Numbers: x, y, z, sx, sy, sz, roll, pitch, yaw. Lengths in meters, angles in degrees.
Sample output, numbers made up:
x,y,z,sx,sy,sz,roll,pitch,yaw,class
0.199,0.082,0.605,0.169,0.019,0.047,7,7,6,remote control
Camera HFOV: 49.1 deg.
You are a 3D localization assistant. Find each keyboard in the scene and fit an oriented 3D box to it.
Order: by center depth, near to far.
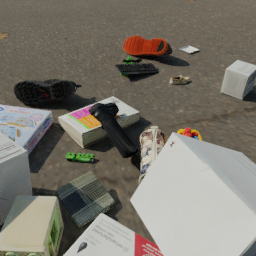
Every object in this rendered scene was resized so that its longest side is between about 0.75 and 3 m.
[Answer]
x,y,z,sx,sy,sz,roll,pitch,yaw,class
0.347,-3.005,13.478,2.025,0.209,1.287,-8,45,-29,keyboard

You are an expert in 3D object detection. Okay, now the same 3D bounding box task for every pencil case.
x,y,z,sx,sy,sz,roll,pitch,yaw,class
0.734,0.862,8.054,0.827,0.951,2.126,11,36,-4,pencil case

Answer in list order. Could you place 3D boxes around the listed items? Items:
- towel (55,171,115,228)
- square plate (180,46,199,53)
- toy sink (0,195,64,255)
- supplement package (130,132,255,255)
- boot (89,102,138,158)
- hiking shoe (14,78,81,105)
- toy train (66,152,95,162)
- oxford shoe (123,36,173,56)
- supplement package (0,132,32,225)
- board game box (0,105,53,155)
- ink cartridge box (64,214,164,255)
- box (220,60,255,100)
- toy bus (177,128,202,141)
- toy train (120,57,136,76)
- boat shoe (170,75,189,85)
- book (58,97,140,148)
x,y,z,sx,sy,sz,roll,pitch,yaw,class
-1.067,1.769,7.096,1.179,0.204,1.135,-25,63,-38,towel
3.456,-4.422,15.844,0.798,0.115,0.806,-24,43,-29,square plate
-1.987,2.460,5.746,0.998,1.161,1.781,2,36,1,toy sink
1.861,1.653,5.474,2.467,1.814,2.359,15,24,-36,supplement package
-0.272,0.063,8.911,1.877,0.616,1.547,50,23,14,boot
-3.282,-1.506,11.424,2.659,1.007,1.339,2,13,13,hiking shoe
-1.472,0.918,8.638,0.912,0.190,0.257,4,47,5,toy train
1.002,-4.287,15.198,2.987,1.063,1.083,21,6,36,oxford shoe
-3.562,1.421,6.385,1.268,1.781,2.287,27,36,30,supplement package
-4.182,0.144,9.363,2.494,0.513,2.488,8,38,10,board game box
-0.519,3.086,4.981,1.821,1.057,2.523,21,42,26,ink cartridge box
4.680,-2.030,11.753,1.001,1.169,1.163,29,46,29,box
1.708,0.546,8.052,1.054,1.491,1.553,2,35,5,toy bus
0.025,-3.055,13.843,0.481,0.356,1.706,16,39,5,toy train
2.367,-2.216,12.699,0.968,0.335,0.357,-14,39,-18,boat shoe
-1.029,-0.368,10.070,2.440,0.586,1.630,-25,42,-31,book
